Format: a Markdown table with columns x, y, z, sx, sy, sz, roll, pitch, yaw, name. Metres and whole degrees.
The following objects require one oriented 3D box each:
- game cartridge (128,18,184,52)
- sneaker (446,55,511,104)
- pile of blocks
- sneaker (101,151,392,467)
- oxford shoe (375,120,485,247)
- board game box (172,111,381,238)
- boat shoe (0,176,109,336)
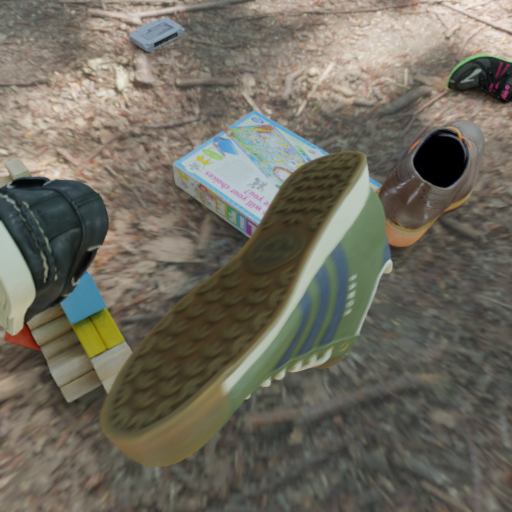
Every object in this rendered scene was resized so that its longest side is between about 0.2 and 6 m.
| x | y | z | sx | sy | sz | roll | pitch | yaw | name |
| --- | --- | --- | --- | --- | --- | --- | --- | --- | --- |
| -2.223 | -4.899 | 12.367 | 0.727 | 0.223 | 1.092 | 39 | 61 | 23 | game cartridge |
| 4.676 | -3.397 | 10.830 | 1.900 | 0.729 | 0.796 | 1 | 47 | 2 | sneaker |
| -2.949 | 0.251 | 7.318 | 1.249 | 1.650 | 4.020 | -28 | 57 | -20 | pile of blocks |
| 0.262 | 0.546 | 4.340 | 0.997 | 1.335 | 2.973 | 5 | 46 | 43 | sneaker |
| 2.960 | -1.423 | 8.625 | 1.238 | 1.266 | 3.473 | 39 | 49 | 7 | oxford shoe |
| 0.361 | -1.131 | 9.145 | 2.946 | 0.504 | 1.980 | 37 | 60 | 25 | board game box |
| -2.077 | -0.073 | 5.124 | 1.066 | 3.216 | 1.202 | -33 | 94 | -27 | boat shoe |
